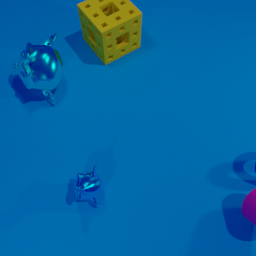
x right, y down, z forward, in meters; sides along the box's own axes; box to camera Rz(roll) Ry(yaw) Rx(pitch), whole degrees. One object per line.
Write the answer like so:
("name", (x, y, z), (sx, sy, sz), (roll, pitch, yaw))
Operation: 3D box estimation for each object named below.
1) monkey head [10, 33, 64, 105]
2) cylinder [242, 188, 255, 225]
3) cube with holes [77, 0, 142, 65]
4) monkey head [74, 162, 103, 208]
("monkey head", (-2.488, -1.656, 7.738), (1.421, 1.190, 1.975), (8, 98, 44))
("cylinder", (3.034, 1.812, 6.012), (0.804, 0.804, 0.804), (-26, 26, -13))
("cube with holes", (-0.531, -3.062, 8.486), (1.343, 1.343, 1.343), (-31, 67, -15))
("monkey head", (-0.897, 1.367, 6.425), (0.658, 0.786, 1.092), (-3, 98, -9))
